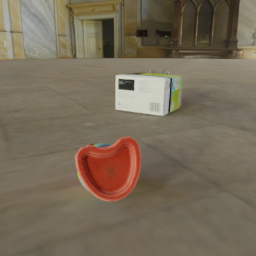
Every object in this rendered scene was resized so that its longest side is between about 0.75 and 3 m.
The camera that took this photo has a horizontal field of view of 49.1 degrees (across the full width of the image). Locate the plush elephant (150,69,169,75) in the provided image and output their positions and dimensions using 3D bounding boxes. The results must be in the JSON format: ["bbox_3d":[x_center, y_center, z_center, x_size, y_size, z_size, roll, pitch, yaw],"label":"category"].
[{"bbox_3d":[1.249,-1.768,11.481,0.921,0.866,1.118,8,60,34],"label":"plush elephant"}]

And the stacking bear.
[{"bbox_3d":[-0.405,0.546,4.076,0.824,0.772,1.358,-13,3,-18],"label":"stacking bear"}]

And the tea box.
[{"bbox_3d":[0.720,-1.186,9.241,1.714,1.145,1.686,10,19,28],"label":"tea box"}]
